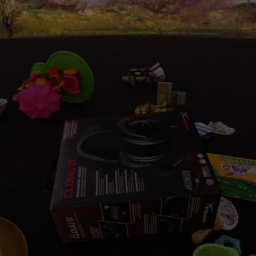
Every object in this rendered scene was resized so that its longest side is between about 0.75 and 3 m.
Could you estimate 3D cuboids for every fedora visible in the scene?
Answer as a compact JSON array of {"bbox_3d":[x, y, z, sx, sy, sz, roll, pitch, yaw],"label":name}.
[{"bbox_3d":[-2.672,1.746,3.955,2.468,1.007,2.468,0,22,0],"label":"fedora"}]

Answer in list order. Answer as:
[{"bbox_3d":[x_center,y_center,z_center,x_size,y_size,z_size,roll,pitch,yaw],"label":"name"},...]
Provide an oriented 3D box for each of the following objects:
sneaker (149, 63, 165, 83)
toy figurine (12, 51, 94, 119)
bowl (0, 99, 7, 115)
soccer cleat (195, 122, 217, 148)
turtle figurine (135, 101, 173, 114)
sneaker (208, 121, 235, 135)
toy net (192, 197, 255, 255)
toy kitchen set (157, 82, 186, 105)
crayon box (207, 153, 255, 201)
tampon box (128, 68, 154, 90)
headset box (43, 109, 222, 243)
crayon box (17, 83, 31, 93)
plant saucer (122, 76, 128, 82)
[{"bbox_3d":[1.586,-2.911,15.574,0.881,0.928,2.305,-37,2,8],"label":"sneaker"},{"bbox_3d":[-3.231,-1.456,10.628,2.995,2.248,2.756,8,33,19],"label":"toy figurine"},{"bbox_3d":[-5.082,-0.714,10.533,1.089,0.511,1.089,-1,22,0],"label":"bowl"},{"bbox_3d":[1.557,0.243,7.892,2.036,0.711,0.879,-5,39,-34],"label":"soccer cleat"},{"bbox_3d":[0.873,-0.674,10.107,1.445,0.577,1.792,-5,21,11],"label":"turtle figurine"},{"bbox_3d":[3.014,0.002,9.031,0.843,0.340,0.322,9,22,18],"label":"sneaker"},{"bbox_3d":[1.672,1.747,4.638,1.247,0.459,2.378,2,22,11],"label":"toy net"},{"bbox_3d":[1.499,-0.895,10.001,1.012,1.240,1.119,5,23,14],"label":"toy kitchen set"},{"bbox_3d":[2.441,1.083,6.208,1.671,0.487,0.992,7,24,17],"label":"crayon box"},{"bbox_3d":[0.650,-2.533,14.473,1.017,0.857,1.357,-6,23,-14],"label":"tampon box"},{"bbox_3d":[-0.065,0.794,5.228,2.886,1.115,2.148,-4,40,-1],"label":"headset box"},{"bbox_3d":[-4.316,-1.760,13.049,1.041,0.510,1.752,0,22,0],"label":"crayon box"},{"bbox_3d":[0.210,-2.736,15.801,1.138,0.219,1.138,0,22,0],"label":"plant saucer"}]
